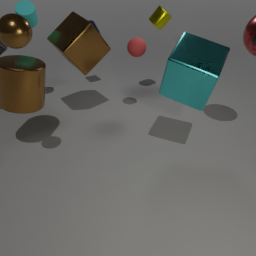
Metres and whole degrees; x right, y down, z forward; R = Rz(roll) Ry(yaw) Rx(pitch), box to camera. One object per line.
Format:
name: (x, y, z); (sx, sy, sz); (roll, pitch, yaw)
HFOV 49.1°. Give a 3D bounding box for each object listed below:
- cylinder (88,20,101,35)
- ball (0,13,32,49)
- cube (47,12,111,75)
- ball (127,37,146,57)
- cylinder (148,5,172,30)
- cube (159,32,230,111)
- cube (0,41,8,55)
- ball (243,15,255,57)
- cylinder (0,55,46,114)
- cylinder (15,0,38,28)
cylinder: (-1.686, -4.374, 12.701); (0.700, 0.700, 0.700); (-20, 75, -30)
ball: (-2.366, -2.019, 5.850); (0.700, 0.700, 0.700); (0, 31, 0)
cube: (-1.782, -3.080, 10.250); (1.400, 1.400, 1.400); (-46, 52, 0)
ball: (0.318, -2.937, 10.196); (0.700, 0.700, 0.700); (0, 31, 0)
cylinder: (1.319, -4.512, 11.504); (0.700, 0.700, 0.700); (35, 22, -17)
cube: (1.881, -1.622, 8.082); (1.400, 1.400, 1.400); (24, 55, 10)
cube: (-5.432, -3.134, 9.830); (1.400, 1.400, 1.400); (-37, 65, 8)
ball: (4.233, -2.820, 8.467); (1.400, 1.400, 1.400); (0, 31, 0)
cylinder: (-3.278, -1.362, 8.636); (1.400, 1.400, 1.400); (9, 29, -5)
cylinder: (-3.728, -4.177, 10.311); (0.700, 0.700, 0.700); (3, 69, -6)
